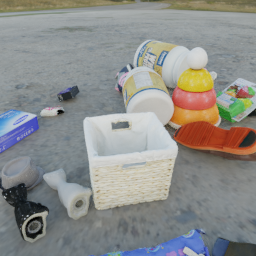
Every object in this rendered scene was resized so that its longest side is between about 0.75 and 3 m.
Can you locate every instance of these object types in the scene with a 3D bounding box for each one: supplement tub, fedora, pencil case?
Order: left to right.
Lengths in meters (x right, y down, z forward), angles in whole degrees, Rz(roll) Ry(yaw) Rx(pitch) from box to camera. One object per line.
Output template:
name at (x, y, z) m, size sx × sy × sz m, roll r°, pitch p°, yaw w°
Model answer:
fedora at (-2.947, 1.196, 7.660) m, size 1.162 × 0.593 × 1.314 m, roll 13°, pitch 31°, yaw 22°
supplement tub at (0.673, -1.174, 10.545) m, size 1.668 × 1.668 × 2.307 m, roll -3°, pitch 37°, yaw -6°
pencil case at (0.393, 2.477, 4.950) m, size 2.278 × 0.989 × 0.889 m, roll -8°, pitch 64°, yaw -13°
supplement tub at (1.926, -3.208, 14.146) m, size 2.067 × 2.067 × 2.858 m, roll -24°, pitch 37°, yaw -36°

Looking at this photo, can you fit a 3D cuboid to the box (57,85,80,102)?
box at (-2.681, -1.566, 12.667) m, size 0.670 × 0.374 × 0.949 m, roll -11°, pitch 22°, yaw 15°

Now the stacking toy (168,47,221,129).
stacking toy at (2.440, -1.451, 10.092) m, size 2.102 × 2.877 × 2.102 m, roll 0°, pitch 29°, yaw 0°

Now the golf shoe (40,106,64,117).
golf shoe at (-3.042, -0.650, 11.266) m, size 0.971 × 0.352 × 0.447 m, roll -18°, pitch 34°, yaw -30°

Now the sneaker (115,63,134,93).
sneaker at (-0.018, -1.877, 13.169) m, size 1.194 × 1.021 × 2.911 m, roll -31°, pitch 33°, yaw 19°

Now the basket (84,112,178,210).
basket at (-0.029, 0.776, 7.305) m, size 2.055 × 1.668 × 2.074 m, roll -6°, pitch 29°, yaw -10°

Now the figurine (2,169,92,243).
figurine at (-1.994, 1.648, 6.795) m, size 1.755 × 0.755 × 1.712 m, roll -19°, pitch 30°, yaw -32°

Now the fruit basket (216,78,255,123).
fruit basket at (4.384, -1.220, 11.107) m, size 1.975 × 0.926 × 1.829 m, roll -41°, pitch 39°, yaw -4°

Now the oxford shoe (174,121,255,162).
oxford shoe at (2.715, 0.525, 8.740) m, size 2.933 × 1.064 × 1.044 m, roll 13°, pitch 62°, yaw 49°

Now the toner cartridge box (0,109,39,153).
toner cartridge box at (-4.430, 0.235, 9.404) m, size 1.290 × 0.586 × 2.716 m, roll 13°, pitch 31°, yaw 22°

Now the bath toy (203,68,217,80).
bath toy at (4.040, -2.980, 15.295) m, size 1.592 × 0.692 × 0.588 m, roll 14°, pitch 9°, yaw 16°

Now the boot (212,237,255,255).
boot at (1.800, 2.739, 4.799) m, size 1.102 × 0.850 × 2.275 m, roll 7°, pitch 18°, yaw 34°

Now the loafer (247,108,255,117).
loafer at (5.072, -0.723, 11.349) m, size 1.463 × 0.533 × 0.529 m, roll 13°, pitch 11°, yaw 17°
